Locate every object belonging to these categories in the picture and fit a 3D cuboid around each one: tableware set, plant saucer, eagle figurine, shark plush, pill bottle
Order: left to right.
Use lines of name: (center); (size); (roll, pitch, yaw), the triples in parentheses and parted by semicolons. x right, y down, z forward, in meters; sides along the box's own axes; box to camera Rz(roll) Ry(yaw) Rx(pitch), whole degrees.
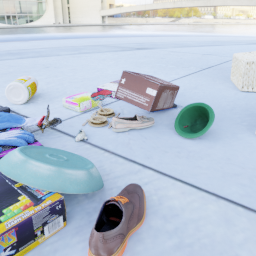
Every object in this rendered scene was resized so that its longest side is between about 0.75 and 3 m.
pill bottle: (-4.939, -1.881, 13.310); (1.045, 1.045, 1.883); (1, 23, 1)
eagle figurine: (-2.798, -0.264, 9.860); (0.711, 0.937, 0.707); (38, 13, -39)
plant saucer: (-1.717, 0.869, 6.610); (2.465, 0.443, 2.465); (15, 4, -1)
shark plush: (-1.677, 0.190, 9.572); (0.373, 0.407, 0.895); (-33, 32, 2)
tableware set: (-1.025, -0.502, 11.045); (1.135, 0.344, 1.717); (5, 24, 12)

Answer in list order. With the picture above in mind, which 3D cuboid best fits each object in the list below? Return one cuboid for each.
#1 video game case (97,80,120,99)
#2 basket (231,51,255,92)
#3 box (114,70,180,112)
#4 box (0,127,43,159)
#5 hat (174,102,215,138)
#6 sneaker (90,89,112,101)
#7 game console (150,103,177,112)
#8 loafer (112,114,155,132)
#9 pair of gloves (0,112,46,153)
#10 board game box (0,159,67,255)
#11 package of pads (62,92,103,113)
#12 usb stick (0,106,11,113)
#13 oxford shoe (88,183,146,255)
video game case: (0.151, -1.934, 14.145); (2.577, 0.461, 2.336); (16, 28, 32)
basket: (6.703, -3.100, 15.155); (1.661, 1.825, 2.692); (0, 24, 6)
box: (0.855, -1.399, 10.698); (1.466, 1.097, 2.928); (25, 14, 20)
box: (-3.811, 0.533, 8.623); (1.665, 0.420, 2.329); (-17, 30, -35)
hat: (2.624, -0.007, 10.158); (1.397, 1.484, 1.686); (17, 68, 39)
sneaker: (-0.895, -1.112, 9.679); (0.760, 0.363, 0.302); (-9, 60, 10)
game console: (1.302, -1.343, 12.307); (1.427, 0.844, 1.218); (-12, 26, -19)
loafer: (0.219, -0.250, 10.184); (1.698, 0.534, 0.610); (-11, 18, -22)
pair of gloves: (-3.988, 0.040, 8.835); (2.386, 0.338, 2.967); (-2, 22, -3)
board game box: (-3.044, 1.788, 5.258); (2.393, 0.821, 2.895); (20, 30, 35)
package of pads: (-1.974, -1.185, 12.406); (1.134, 0.501, 1.468); (18, 29, 34)
usb stick: (-5.675, -0.541, 11.189); (1.867, 0.304, 0.518); (-19, 30, -36)
oxford shoe: (-0.104, 1.653, 5.583); (0.780, 0.795, 2.191); (7, 25, 16)
